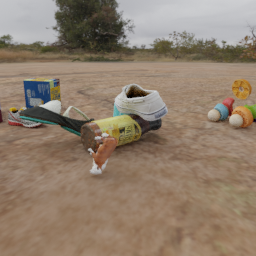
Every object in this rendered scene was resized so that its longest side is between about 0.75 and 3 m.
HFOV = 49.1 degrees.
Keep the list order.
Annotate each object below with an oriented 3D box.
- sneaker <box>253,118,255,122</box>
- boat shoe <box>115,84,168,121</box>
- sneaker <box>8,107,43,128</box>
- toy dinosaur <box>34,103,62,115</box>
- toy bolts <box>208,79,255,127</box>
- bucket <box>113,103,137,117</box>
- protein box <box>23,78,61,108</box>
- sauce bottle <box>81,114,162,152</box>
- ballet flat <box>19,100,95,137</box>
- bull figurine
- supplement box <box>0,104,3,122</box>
[{"bbox_3d":[4.917,-0.429,11.333,0.361,0.307,0.826,-20,26,-37],"label":"sneaker"},{"bbox_3d":[0.223,-0.933,8.503,0.919,0.905,2.593,-30,24,-14],"label":"boat shoe"},{"bbox_3d":[-3.840,-0.429,10.619,1.697,0.697,0.661,5,18,14],"label":"sneaker"},{"bbox_3d":[-3.663,-0.706,12.207,1.749,0.509,0.884,22,11,35],"label":"toy dinosaur"},{"bbox_3d":[3.920,-0.838,10.834,1.265,1.743,1.824,-25,7,-22],"label":"toy bolts"},{"bbox_3d":[0.111,-0.485,10.393,1.433,0.932,1.433,0,17,0],"label":"bucket"},{"bbox_3d":[-4.092,-1.652,13.455,1.401,1.391,0.945,4,17,14],"label":"protein box"},{"bbox_3d":[-0.084,0.021,8.712,2.813,0.928,0.928,-16,23,-37],"label":"sauce bottle"},{"bbox_3d":[-2.048,-0.337,8.553,2.437,0.833,0.829,21,-11,-37],"label":"ballet flat"},{"bbox_3d":[-0.637,0.601,6.644,0.622,1.024,0.333,37,4,29],"label":"bull figurine"},{"bbox_3d":[-5.776,-0.952,11.634,0.622,1.112,2.044,-11,19,-33],"label":"supplement box"}]
